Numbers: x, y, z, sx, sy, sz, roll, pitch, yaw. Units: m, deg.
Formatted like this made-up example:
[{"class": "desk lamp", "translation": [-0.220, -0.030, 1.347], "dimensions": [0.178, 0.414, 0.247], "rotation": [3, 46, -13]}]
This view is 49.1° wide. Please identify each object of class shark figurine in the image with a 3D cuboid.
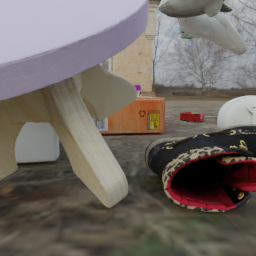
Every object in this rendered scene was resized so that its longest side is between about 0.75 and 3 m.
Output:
[{"class": "shark figurine", "translation": [2.107, -3.337, 6.488], "dimensions": [1.877, 1.311, 3.141], "rotation": [19, -27, -11]}]

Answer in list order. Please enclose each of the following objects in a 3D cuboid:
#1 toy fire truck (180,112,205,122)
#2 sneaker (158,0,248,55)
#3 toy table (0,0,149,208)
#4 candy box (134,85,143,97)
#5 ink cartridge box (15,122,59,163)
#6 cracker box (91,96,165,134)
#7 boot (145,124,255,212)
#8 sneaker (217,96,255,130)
[{"class": "toy fire truck", "translation": [2.162, -0.381, 9.374], "dimensions": [0.786, 0.272, 1.115], "rotation": [-6, 9, -42]}, {"class": "sneaker", "translation": [2.238, -3.071, 8.480], "dimensions": [2.991, 1.323, 1.125], "rotation": [38, 28, -12]}, {"class": "toy table", "translation": [-0.735, -0.324, 2.239], "dimensions": [2.077, 1.217, 1.910], "rotation": [-22, 45, -20]}, {"class": "candy box", "translation": [-0.503, -1.184, 11.876], "dimensions": [2.227, 1.299, 0.629], "rotation": [0, 7, -2]}, {"class": "ink cartridge box", "translation": [-1.982, -0.183, 4.317], "dimensions": [1.756, 1.029, 2.430], "rotation": [-2, 6, -15]}, {"class": "cracker box", "translation": [-0.357, -0.410, 7.174], "dimensions": [1.921, 0.827, 2.868], "rotation": [-1, 8, -8]}, {"class": "boot", "translation": [0.882, 0.289, 2.442], "dimensions": [1.435, 0.525, 1.080], "rotation": [-3, 5, 1]}, {"class": "sneaker", "translation": [2.805, -0.192, 5.231], "dimensions": [2.292, 0.834, 0.970], "rotation": [-1, 4, -21]}]
